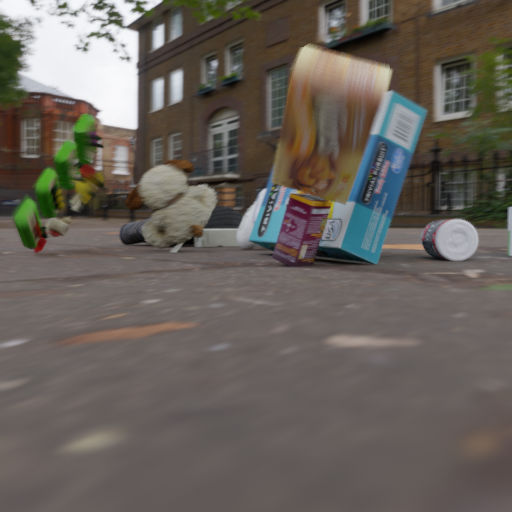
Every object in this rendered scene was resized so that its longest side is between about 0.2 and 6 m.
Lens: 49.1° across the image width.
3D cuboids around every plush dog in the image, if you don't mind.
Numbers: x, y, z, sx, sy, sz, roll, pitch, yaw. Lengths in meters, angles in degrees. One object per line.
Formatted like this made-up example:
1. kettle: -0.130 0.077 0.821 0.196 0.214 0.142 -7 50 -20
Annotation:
1. plush dog: -1.633 -1.029 10.779 1.709 1.468 1.371 -38 22 -7

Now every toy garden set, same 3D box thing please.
1. toy garden set: -3.504 -1.099 10.467 0.483 2.418 2.016 24 -26 -2

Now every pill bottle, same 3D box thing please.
1. pill bottle: 2.991 -0.256 8.845 0.636 0.636 1.149 0 3 1

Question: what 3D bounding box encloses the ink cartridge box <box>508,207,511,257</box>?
1. ink cartridge box: 4.724 -0.417 9.684 0.493 0.854 1.169 2 3 34

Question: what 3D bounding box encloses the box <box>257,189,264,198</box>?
1. box: 0.478 -1.168 16.340 0.657 1.526 1.250 1 4 15

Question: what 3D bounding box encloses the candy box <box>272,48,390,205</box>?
1. candy box: 0.811 -1.438 6.524 1.001 0.480 1.735 17 -37 5

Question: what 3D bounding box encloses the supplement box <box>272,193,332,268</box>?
1. supplement box: 0.606 -0.341 7.415 0.392 0.916 0.505 26 18 31

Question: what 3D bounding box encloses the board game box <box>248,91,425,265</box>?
1. board game box: 1.104 -1.140 8.943 0.711 2.287 3.030 21 -6 -24

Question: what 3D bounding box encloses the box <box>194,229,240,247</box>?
1. box: -0.808 -0.424 13.258 1.242 0.425 0.510 -1 4 -23

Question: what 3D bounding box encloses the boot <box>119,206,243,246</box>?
1. boot: -1.818 -0.713 14.098 2.858 0.997 1.881 2 -3 -40

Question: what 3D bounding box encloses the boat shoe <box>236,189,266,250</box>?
1. boat shoe: 0.075 -0.787 12.498 0.913 0.927 2.614 -27 17 18
